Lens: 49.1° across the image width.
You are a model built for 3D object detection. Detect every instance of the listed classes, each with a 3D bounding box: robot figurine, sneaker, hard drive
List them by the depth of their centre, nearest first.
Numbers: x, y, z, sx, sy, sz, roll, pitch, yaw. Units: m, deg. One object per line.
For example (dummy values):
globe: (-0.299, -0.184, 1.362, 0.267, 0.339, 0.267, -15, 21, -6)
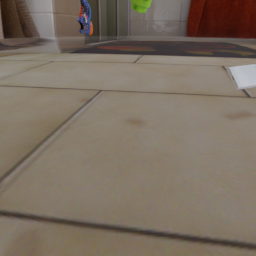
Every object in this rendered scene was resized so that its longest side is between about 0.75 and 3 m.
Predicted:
robot figurine: (0.432, -3.810, 7.888, 0.594, 1.027, 0.901, -14, 48, -40)
hard drive: (3.855, -1.676, 9.139, 1.183, 0.780, 0.158, -11, -19, -24)
sneaker: (-1.610, -4.053, 10.233, 0.517, 1.318, 0.496, -15, 28, -19)
